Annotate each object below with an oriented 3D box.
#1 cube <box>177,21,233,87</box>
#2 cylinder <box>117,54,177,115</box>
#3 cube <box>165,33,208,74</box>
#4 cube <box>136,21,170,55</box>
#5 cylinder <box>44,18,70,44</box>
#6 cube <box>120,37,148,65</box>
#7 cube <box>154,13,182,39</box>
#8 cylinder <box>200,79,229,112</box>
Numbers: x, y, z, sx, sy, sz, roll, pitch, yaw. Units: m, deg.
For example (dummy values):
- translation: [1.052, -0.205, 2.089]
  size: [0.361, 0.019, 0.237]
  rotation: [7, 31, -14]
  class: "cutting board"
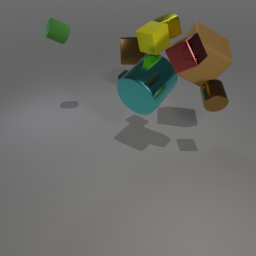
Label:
- translation: [2.536, -2.491, 9.699]
  size: [1.400, 1.400, 1.400]
  rotation: [25, 46, -14]
  class: "cube"
- translation: [0.603, -1.357, 8.725]
  size: [1.400, 1.400, 1.400]
  rotation: [21, 54, 31]
  class: "cylinder"
- translation: [1.540, -1.961, 7.361]
  size: [0.700, 0.700, 0.700]
  rotation: [-13, 22, 45]
  class: "cube"
- translation: [0.775, -2.750, 8.560]
  size: [0.700, 0.700, 0.700]
  rotation: [27, 58, 38]
  class: "cube"
- translation: [-2.553, -3.482, 10.089]
  size: [0.700, 0.700, 0.700]
  rotation: [16, 20, -34]
  class: "cylinder"
- translation: [0.461, -4.238, 15.331]
  size: [1.400, 1.400, 1.400]
  rotation: [6, 21, 18]
  class: "cube"
- translation: [1.436, -3.636, 10.063]
  size: [0.700, 0.700, 0.700]
  rotation: [-23, 32, 0]
  class: "cube"
- translation: [2.537, -0.957, 8.282]
  size: [0.700, 0.700, 0.700]
  rotation: [-1, 53, -1]
  class: "cylinder"
